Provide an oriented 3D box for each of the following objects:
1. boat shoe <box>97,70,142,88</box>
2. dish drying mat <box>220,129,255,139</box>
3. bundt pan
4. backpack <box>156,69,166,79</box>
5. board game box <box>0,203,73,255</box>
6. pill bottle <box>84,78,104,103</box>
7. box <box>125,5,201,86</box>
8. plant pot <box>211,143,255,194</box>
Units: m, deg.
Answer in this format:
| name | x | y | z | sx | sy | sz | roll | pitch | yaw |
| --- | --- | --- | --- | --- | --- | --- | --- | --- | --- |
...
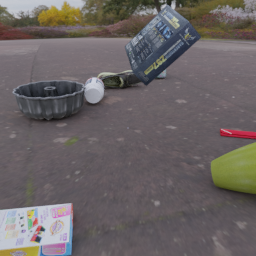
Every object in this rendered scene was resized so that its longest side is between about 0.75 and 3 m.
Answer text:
| name | x | y | z | sx | sy | sz | roll | pitch | yaw |
| --- | --- | --- | --- | --- | --- | --- | --- | --- | --- |
| boat shoe | -0.376 | -2.597 | 15.474 | 2.643 | 0.944 | 0.869 | -2 | 33 | -8 |
| dish drying mat | 3.838 | 0.198 | 9.624 | 1.274 | 0.116 | 0.489 | 5 | 22 | 12 |
| bundt pan | -3.167 | -1.137 | 11.592 | 2.901 | 1.089 | 2.901 | -1 | 22 | 0 |
| backpack | 1.821 | -3.678 | 17.756 | 1.207 | 1.061 | 0.925 | -3 | 22 | -4 |
| board game box | -1.779 | 1.921 | 5.218 | 1.452 | 0.293 | 1.111 | -3 | 23 | -7 |
| pill bottle | -1.615 | -1.745 | 13.227 | 0.963 | 0.963 | 1.611 | -1 | 23 | -3 |
| box | 0.735 | -2.109 | 6.918 | 0.523 | 1.616 | 2.049 | 39 | 20 | -28 |
| plant pot | 2.680 | 0.980 | 6.507 | 1.338 | 1.252 | 1.252 | -13 | 15 | 28 |
